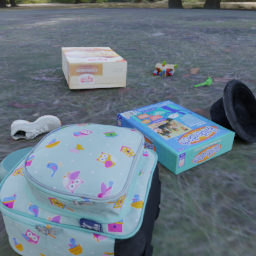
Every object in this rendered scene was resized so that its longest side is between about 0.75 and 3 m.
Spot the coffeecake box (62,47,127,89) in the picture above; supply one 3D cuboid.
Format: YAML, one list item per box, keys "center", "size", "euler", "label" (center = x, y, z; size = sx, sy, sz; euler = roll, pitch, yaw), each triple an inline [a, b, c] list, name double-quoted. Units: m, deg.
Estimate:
- center: [-1.525, -2.616, 11.811]
  size: [2.232, 1.063, 2.908]
  euler: [-5, 27, -17]
  label: "coffeecake box"

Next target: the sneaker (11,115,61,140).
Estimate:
- center: [-2.501, 0.067, 7.614]
  size: [1.359, 0.515, 0.625]
  euler: [-10, 36, -4]
  label: "sneaker"

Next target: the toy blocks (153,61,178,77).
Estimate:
- center: [1.630, -2.613, 12.692]
  size: [1.096, 0.548, 0.749]
  euler: [9, 40, 18]
  label: "toy blocks"

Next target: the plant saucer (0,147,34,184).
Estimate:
- center: [-2.257, 0.812, 6.353]
  size: [1.449, 0.260, 1.449]
  euler: [0, 28, 0]
  label: "plant saucer"

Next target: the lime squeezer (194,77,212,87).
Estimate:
- center: [3.265, -1.884, 11.583]
  size: [0.492, 0.263, 1.392]
  euler: [-17, 11, 45]
  label: "lime squeezer"

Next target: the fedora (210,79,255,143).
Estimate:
- center: [2.854, -0.379, 7.627]
  size: [0.880, 1.926, 1.926]
  euler: [-19, 9, 44]
  label: "fedora"

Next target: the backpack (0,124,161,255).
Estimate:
- center: [-0.776, 0.995, 4.440]
  size: [2.358, 1.807, 2.073]
  euler: [-1, 31, 16]
  label: "backpack"

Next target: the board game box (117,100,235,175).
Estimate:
- center: [1.153, 0.086, 7.388]
  size: [1.896, 0.561, 2.493]
  euler: [-17, 32, -28]
  label: "board game box"
